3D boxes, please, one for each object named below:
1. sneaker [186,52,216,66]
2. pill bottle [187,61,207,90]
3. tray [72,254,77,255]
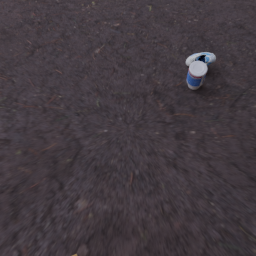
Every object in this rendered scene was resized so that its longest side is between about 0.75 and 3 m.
[{"bbox_3d":[2.184,-2.133,8.751,0.435,0.432,1.201,-8,9,-27],"label":"sneaker"},{"bbox_3d":[1.956,-1.475,8.050,0.505,0.900,0.505,-1,68,4],"label":"pill bottle"},{"bbox_3d":[-1.397,2.708,4.439,1.492,0.276,0.736,-18,48,-18],"label":"tray"}]
